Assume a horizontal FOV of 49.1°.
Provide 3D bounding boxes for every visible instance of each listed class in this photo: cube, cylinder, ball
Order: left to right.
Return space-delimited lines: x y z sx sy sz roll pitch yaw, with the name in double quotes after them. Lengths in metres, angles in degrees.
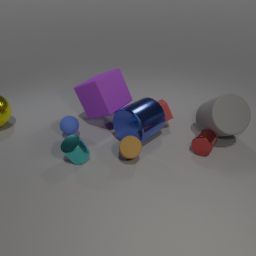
-5.292 -0.659 10.906 1.400 1.400 1.400 0 29 0 "ball"
-2.141 -0.104 10.235 0.700 0.700 0.700 0 29 0 "ball"
-1.679 0.693 8.943 0.700 0.700 0.700 -13 48 15 "cylinder"
-0.954 -1.328 10.926 1.400 1.400 1.400 -7 24 45 "cube"
0.065 0.635 9.025 0.700 0.700 0.700 -2 -8 -4 "cylinder"
0.413 -0.247 10.153 1.400 1.400 1.400 22 35 34 "cylinder"
1.257 -0.627 11.017 0.700 0.700 0.700 -26 19 1 "cube"
2.596 0.485 9.526 0.700 0.700 0.700 15 30 26 "cylinder"
3.326 -0.405 9.940 1.400 1.400 1.400 -6 -4 -10 "cylinder"
